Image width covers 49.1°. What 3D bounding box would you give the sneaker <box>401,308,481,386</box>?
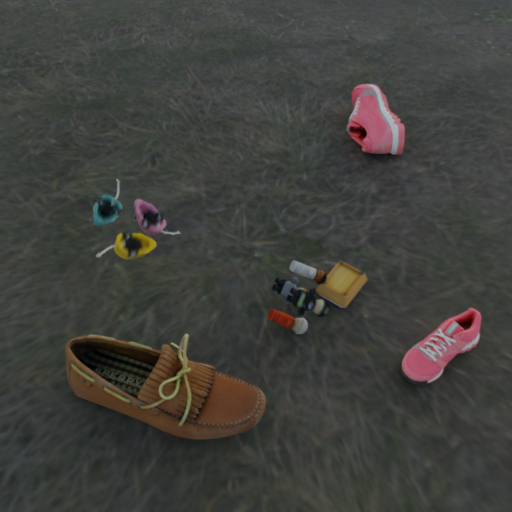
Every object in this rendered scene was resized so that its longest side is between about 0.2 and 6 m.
[{"bbox_3d":[2.877,1.330,8.711,1.684,0.730,0.621,-30,52,-26],"label":"sneaker"}]

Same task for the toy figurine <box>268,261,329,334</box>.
[{"bbox_3d":[0.720,0.671,9.122,0.698,1.004,0.988,23,45,-15],"label":"toy figurine"}]

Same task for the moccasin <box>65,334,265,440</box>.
[{"bbox_3d":[-1.322,1.757,7.981,2.981,1.151,1.090,17,48,16],"label":"moccasin"}]

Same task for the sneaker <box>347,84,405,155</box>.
[{"bbox_3d":[2.576,-3.268,13.155,1.092,0.928,2.517,-10,46,-8],"label":"sneaker"}]

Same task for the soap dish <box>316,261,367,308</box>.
[{"bbox_3d":[1.499,0.475,9.793,0.618,0.319,0.786,30,56,22],"label":"soap dish"}]

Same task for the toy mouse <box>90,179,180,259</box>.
[{"bbox_3d":[-1.864,-0.513,8.094,1.500,0.290,1.333,-6,59,-42],"label":"toy mouse"}]
